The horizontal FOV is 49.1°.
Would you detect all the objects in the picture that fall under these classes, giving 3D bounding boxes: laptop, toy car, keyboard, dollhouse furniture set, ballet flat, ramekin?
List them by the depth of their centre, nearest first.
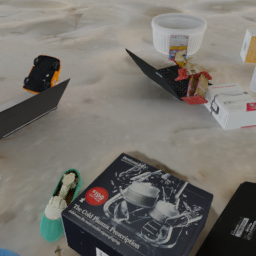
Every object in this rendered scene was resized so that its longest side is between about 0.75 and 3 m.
[{"bbox_3d":[2.270,2.009,5.045,1.386,0.528,2.663,4,32,45],"label":"keyboard"},{"bbox_3d":[-1.335,1.409,5.556,0.538,0.562,1.598,9,39,6],"label":"ballet flat"},{"bbox_3d":[-3.079,-0.720,7.670,2.331,1.351,2.182,26,44,30],"label":"laptop"},{"bbox_3d":[1.705,-1.386,8.031,0.654,1.608,0.865,-1,68,47],"label":"dollhouse furniture set"},{"bbox_3d":[-3.312,-1.399,8.363,2.717,0.904,1.333,-3,67,1],"label":"toy car"},{"bbox_3d":[1.453,-1.963,9.348,2.441,1.261,2.163,-19,42,-23],"label":"laptop"},{"bbox_3d":[2.127,-3.991,12.006,2.291,1.203,2.291,0,37,0],"label":"ramekin"}]

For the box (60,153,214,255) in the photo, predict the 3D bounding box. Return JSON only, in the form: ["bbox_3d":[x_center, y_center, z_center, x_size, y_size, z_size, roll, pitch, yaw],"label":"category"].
[{"bbox_3d":[0.183,1.620,4.908,1.956,1.018,1.781,22,42,26],"label":"box"}]

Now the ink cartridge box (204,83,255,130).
[{"bbox_3d":[3.015,-0.670,8.192,1.072,0.615,1.476,-7,38,-9],"label":"ink cartridge box"}]

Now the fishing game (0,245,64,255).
[{"bbox_3d":[-2.328,2.632,4.122,2.794,0.434,2.001,-8,41,-11],"label":"fishing game"}]

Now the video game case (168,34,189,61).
[{"bbox_3d":[1.995,-3.146,11.051,0.739,1.034,0.090,3,28,3],"label":"video game case"}]

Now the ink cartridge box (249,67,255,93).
[{"bbox_3d":[5.160,-2.127,9.088,2.076,1.822,0.870,-21,43,-24],"label":"ink cartridge box"}]

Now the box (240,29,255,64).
[{"bbox_3d":[5.541,-3.186,11.038,1.785,1.110,0.870,5,38,6],"label":"box"}]
